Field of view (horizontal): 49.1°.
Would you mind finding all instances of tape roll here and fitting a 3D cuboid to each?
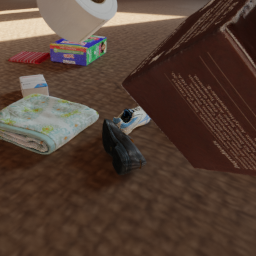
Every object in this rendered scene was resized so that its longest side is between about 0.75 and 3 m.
[{"bbox_3d":[-1.522,-3.867,8.539,1.406,2.047,2.047,-23,13,41],"label":"tape roll"}]

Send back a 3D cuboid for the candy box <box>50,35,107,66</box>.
[{"bbox_3d":[-2.430,-3.991,14.046,1.996,0.909,2.360,12,35,16],"label":"candy box"}]

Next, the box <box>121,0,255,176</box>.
[{"bbox_3d":[1.327,-0.602,3.187,1.691,1.674,2.038,-47,14,-18],"label":"box"}]

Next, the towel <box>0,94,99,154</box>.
[{"bbox_3d":[-2.540,-0.255,8.326,2.596,0.625,2.222,17,36,24],"label":"towel"}]

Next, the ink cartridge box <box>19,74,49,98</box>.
[{"bbox_3d":[-3.515,-1.519,10.445,0.887,0.520,1.212,-12,33,-20],"label":"ink cartridge box"}]

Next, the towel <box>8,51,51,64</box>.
[{"bbox_3d":[-4.884,-3.514,13.976,1.705,0.192,1.233,8,35,15],"label":"towel"}]

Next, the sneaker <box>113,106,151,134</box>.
[{"bbox_3d":[0.194,-0.368,8.488,0.657,0.663,1.828,19,35,30],"label":"sneaker"}]

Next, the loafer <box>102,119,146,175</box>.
[{"bbox_3d":[-0.182,0.433,7.252,0.701,0.705,1.938,-4,41,-22],"label":"loafer"}]
